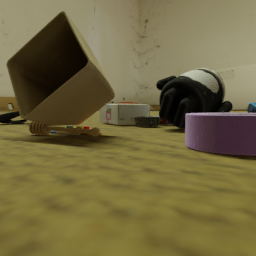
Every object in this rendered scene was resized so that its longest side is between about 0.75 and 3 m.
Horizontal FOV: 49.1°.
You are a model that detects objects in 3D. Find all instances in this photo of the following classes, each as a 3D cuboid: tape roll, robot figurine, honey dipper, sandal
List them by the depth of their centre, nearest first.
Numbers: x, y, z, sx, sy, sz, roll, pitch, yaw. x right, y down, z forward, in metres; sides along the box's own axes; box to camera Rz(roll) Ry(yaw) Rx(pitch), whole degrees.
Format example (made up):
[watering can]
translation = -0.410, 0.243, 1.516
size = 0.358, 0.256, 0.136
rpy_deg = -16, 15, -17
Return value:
[tape roll]
translation = 2.007, 0.043, 5.058
size = 1.907, 0.626, 1.907
rpy_deg = 0, 5, 0
[honey dipper]
translation = -1.591, 0.036, 7.075
size = 1.963, 0.373, 0.373
rpy_deg = 3, 5, 20
[robot figurine]
translation = 2.169, -1.044, 9.415
size = 1.743, 2.098, 2.793
rpy_deg = -27, 3, 45
[sandal]
translation = -5.073, -0.370, 11.982
size = 0.995, 0.560, 2.617
rpy_deg = -5, 9, 44

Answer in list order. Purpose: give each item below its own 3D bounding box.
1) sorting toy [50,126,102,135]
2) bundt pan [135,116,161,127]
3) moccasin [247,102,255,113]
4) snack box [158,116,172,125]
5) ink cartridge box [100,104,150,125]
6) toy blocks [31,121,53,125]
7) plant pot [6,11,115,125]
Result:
[sorting toy]
translation = -1.385, 0.043, 7.755
size = 1.575, 0.214, 0.887
rpy_deg = 2, 5, 26
[bundt pan]
translation = 0.724, -0.236, 10.390
size = 1.011, 0.379, 1.011
rpy_deg = 1, 5, 0
[moccasin]
translation = 4.982, -0.454, 10.324
size = 1.038, 0.880, 2.580
rpy_deg = 9, 9, 19
[snack box]
translation = 2.369, -0.260, 10.776
size = 2.913, 0.354, 1.047
rpy_deg = 3, 5, 33
[ink cartridge box]
translation = -0.180, -0.598, 11.923
size = 1.462, 0.856, 2.023
rpy_deg = -2, 6, -27
[toy blocks]
translation = -3.421, -0.494, 11.730
size = 1.231, 0.900, 1.801
rpy_deg = -10, -6, 39
[plant pot]
translation = -1.561, -1.256, 7.307
size = 2.075, 2.078, 1.839
rpy_deg = -36, -32, 13
